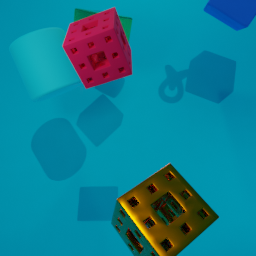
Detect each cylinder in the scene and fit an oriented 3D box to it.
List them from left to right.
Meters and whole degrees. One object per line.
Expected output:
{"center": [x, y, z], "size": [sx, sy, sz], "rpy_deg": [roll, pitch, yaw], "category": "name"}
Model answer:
{"center": [-1.835, -1.422, 6.444], "size": [1.297, 1.297, 1.297], "rpy_deg": [-23, 96, -9], "category": "cylinder"}

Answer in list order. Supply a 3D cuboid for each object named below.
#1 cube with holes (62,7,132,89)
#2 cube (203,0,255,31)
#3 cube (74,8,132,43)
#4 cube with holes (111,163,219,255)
{"center": [-0.456, -1.310, 4.614], "size": [0.822, 0.822, 0.822], "rpy_deg": [-15, 41, 13], "category": "cube with holes"}
{"center": [2.926, -3.502, 7.536], "size": [1.209, 1.209, 1.209], "rpy_deg": [31, 107, 0], "category": "cube"}
{"center": [-0.643, -2.261, 6.788], "size": [1.002, 1.002, 1.002], "rpy_deg": [28, 29, 35], "category": "cube"}
{"center": [0.494, 1.414, 4.286], "size": [1.037, 1.037, 1.037], "rpy_deg": [-29, 63, -26], "category": "cube with holes"}
